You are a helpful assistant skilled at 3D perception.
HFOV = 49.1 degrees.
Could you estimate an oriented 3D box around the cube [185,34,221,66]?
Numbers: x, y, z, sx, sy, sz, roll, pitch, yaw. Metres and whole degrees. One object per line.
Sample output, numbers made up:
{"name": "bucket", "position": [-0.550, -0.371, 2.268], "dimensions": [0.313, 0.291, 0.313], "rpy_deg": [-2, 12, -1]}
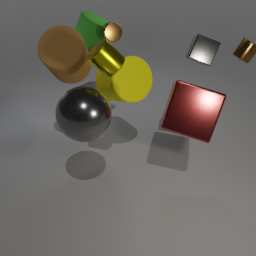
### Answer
{"name": "cube", "position": [2.205, -2.304, 8.342], "dimensions": [0.700, 0.700, 0.700], "rpy_deg": [21, 13, -3]}

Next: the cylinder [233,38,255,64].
{"name": "cylinder", "position": [4.451, -2.910, 10.550], "dimensions": [0.700, 0.700, 0.700], "rpy_deg": [25, 27, -13]}

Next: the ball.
{"name": "ball", "position": [-1.107, -0.348, 7.048], "dimensions": [1.400, 1.400, 1.400], "rpy_deg": [0, 32, 0]}

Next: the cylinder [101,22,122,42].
{"name": "cylinder", "position": [-0.646, -3.698, 10.794], "dimensions": [0.700, 0.700, 0.700], "rpy_deg": [-9, 23, -14]}

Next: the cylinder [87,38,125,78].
{"name": "cylinder", "position": [-0.550, -1.731, 6.984], "dimensions": [0.700, 0.700, 0.700], "rpy_deg": [-35, 32, 26]}

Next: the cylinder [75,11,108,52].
{"name": "cylinder", "position": [-1.574, -4.010, 11.957], "dimensions": [1.400, 1.400, 1.400], "rpy_deg": [23, 30, -14]}

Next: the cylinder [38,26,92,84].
{"name": "cylinder", "position": [-1.960, -2.281, 8.924], "dimensions": [1.400, 1.400, 1.400], "rpy_deg": [2, -9, 3]}

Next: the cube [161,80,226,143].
{"name": "cube", "position": [1.842, -0.522, 8.246], "dimensions": [1.400, 1.400, 1.400], "rpy_deg": [18, 9, 4]}

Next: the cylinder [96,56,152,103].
{"name": "cylinder", "position": [-0.154, -1.550, 9.048], "dimensions": [1.400, 1.400, 1.400], "rpy_deg": [-18, 15, -25]}
